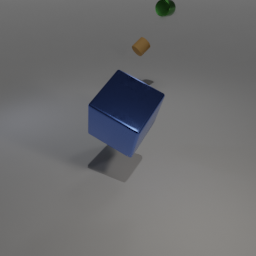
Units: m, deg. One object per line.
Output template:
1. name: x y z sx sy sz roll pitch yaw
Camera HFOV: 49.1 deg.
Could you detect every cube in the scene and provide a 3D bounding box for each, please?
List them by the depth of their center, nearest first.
1. cube: -0.088 -0.352 7.309 1.400 1.400 1.400 30 60 9

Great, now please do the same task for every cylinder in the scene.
1. cylinder: 1.671 -5.348 12.478 0.700 0.700 0.700 16 28 27
2. cylinder: 0.678 -4.206 14.492 0.700 0.700 0.700 -46 42 -7
